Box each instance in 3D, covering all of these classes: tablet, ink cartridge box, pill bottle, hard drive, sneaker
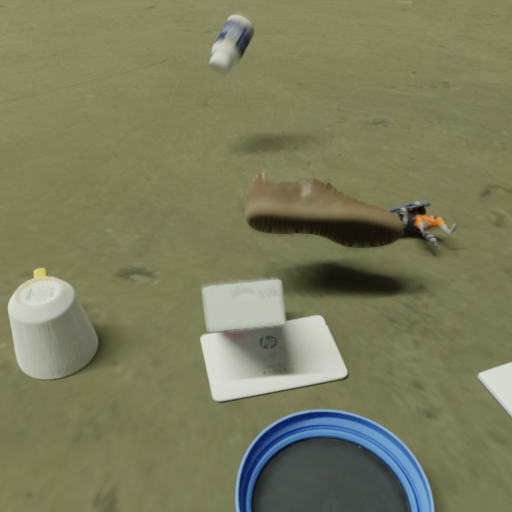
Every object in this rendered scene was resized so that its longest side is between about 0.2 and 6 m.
[{"bbox_3d":[0.221,1.416,7.993,1.890,0.129,1.230,-8,39,-10],"label":"tablet"},{"bbox_3d":[-0.171,0.678,7.614,1.012,0.575,1.388,-5,-4,-1],"label":"ink cartridge box"},{"bbox_3d":[-0.528,-4.330,11.579,0.621,0.621,1.119,19,75,22],"label":"pill bottle"},{"bbox_3d":[3.470,1.844,7.467,0.573,0.110,0.869,-13,41,-16],"label":"hard drive"},{"bbox_3d":[1.049,-0.778,8.424,2.411,0.849,0.911,8,60,-9],"label":"sneaker"}]

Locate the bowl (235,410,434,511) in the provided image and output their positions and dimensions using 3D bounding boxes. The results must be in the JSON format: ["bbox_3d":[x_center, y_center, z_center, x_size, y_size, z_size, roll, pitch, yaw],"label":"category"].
[{"bbox_3d":[0.834,2.697,6.165,2.130,0.418,2.130,0,39,0],"label":"bowl"}]

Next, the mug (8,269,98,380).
[{"bbox_3d":[-2.990,0.868,7.852,1.407,1.155,1.127,25,46,28],"label":"mug"}]

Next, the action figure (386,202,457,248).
[{"bbox_3d":[2.748,-0.576,9.983,1.216,0.636,1.176,-11,20,-20],"label":"action figure"}]
